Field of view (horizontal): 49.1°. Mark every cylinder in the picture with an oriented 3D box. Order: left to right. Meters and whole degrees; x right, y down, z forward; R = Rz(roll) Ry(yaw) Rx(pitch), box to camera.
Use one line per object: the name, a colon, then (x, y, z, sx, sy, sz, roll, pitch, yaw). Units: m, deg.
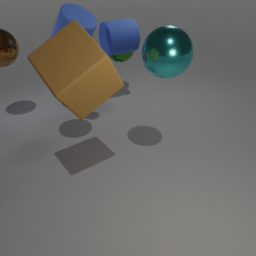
cylinder: (-2.060, -3.669, 10.571, 1.400, 1.400, 1.400, 19, 46, -21)
cylinder: (-0.391, -3.980, 12.258, 1.400, 1.400, 1.400, -16, 33, -22)

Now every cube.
cube: (-1.179, -1.327, 6.632, 1.400, 1.400, 1.400, -39, 67, 0)

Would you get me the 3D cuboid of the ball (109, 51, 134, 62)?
ball: (-0.378, -3.955, 13.781, 1.400, 1.400, 1.400, 0, 30, 0)

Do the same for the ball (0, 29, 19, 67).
ball: (-4.818, -2.982, 10.445, 1.400, 1.400, 1.400, 0, 30, 0)

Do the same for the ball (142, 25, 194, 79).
ball: (1.071, -2.053, 7.638, 1.400, 1.400, 1.400, 0, 30, 0)
